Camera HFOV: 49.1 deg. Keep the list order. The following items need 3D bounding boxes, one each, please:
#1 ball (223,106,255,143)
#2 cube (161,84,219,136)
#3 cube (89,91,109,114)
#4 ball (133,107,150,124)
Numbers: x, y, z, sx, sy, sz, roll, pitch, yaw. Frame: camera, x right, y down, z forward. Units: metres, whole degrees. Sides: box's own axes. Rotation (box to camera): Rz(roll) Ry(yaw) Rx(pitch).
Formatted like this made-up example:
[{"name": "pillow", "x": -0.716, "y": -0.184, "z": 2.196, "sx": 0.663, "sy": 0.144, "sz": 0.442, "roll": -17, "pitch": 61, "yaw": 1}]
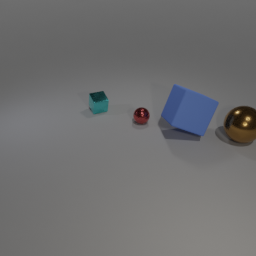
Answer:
[{"name": "ball", "x": 4.295, "y": -0.131, "z": 10.447, "sx": 1.400, "sy": 1.400, "sz": 1.400, "roll": 0, "pitch": 31, "yaw": 0}, {"name": "cube", "x": 2.316, "y": -0.712, "z": 10.749, "sx": 1.400, "sy": 1.400, "sz": 1.400, "roll": 18, "pitch": 14, "yaw": -15}, {"name": "cube", "x": -1.338, "y": -1.157, "z": 12.721, "sx": 0.700, "sy": 0.700, "sz": 0.700, "roll": -13, "pitch": 50, "yaw": -22}, {"name": "ball", "x": 0.570, "y": -0.524, "z": 11.787, "sx": 0.700, "sy": 0.700, "sz": 0.700, "roll": 0, "pitch": 31, "yaw": 0}]
